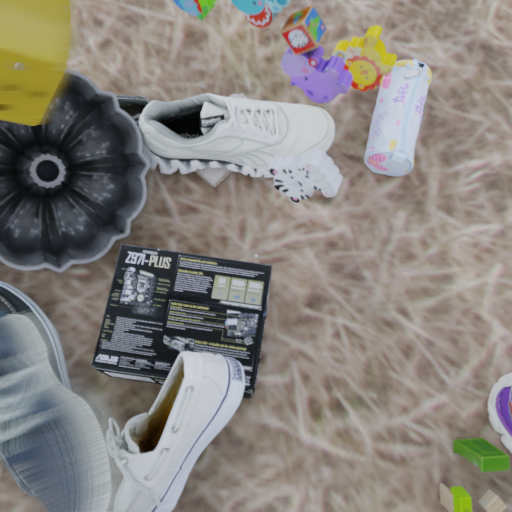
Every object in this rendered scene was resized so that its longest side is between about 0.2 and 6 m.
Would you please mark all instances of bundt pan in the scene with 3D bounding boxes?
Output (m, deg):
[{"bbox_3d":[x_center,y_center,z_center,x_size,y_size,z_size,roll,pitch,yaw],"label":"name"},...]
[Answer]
[{"bbox_3d":[-3.138,-1.257,8.283,2.916,1.095,2.916,-5,101,-26],"label":"bundt pan"}]

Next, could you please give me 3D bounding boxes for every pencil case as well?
[{"bbox_3d":[2.367,-2.285,9.273,0.802,0.875,1.930,25,71,-25],"label":"pencil case"}]

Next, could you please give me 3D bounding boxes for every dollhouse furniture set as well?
[{"bbox_3d":[3.017,3.517,7.594,0.930,0.719,1.861,-2,90,-8],"label":"dollhouse furniture set"}]

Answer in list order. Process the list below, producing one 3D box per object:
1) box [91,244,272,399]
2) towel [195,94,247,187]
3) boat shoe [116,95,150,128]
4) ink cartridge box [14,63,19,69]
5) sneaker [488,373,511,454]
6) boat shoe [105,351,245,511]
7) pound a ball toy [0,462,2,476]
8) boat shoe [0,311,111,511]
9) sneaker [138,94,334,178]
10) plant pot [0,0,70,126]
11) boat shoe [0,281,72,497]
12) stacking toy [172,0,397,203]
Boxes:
[{"bbox_3d":[-0.995,0.955,8.105,2.230,0.960,1.826,7,71,3],"label":"box"},{"bbox_3d":[-0.512,-2.004,9.491,1.070,0.278,1.615,43,76,13],"label":"towel"},{"bbox_3d":[-2.800,-2.321,9.300,2.380,0.844,0.858,-10,71,-3],"label":"boat shoe"},{"bbox_3d":[-4.838,-3.943,10.004,1.379,0.572,1.012,20,72,7],"label":"ink cartridge box"},{"bbox_3d":[4.499,2.877,7.231,3.312,1.381,1.335,43,76,13],"label":"sneaker"},{"bbox_3d":[-1.344,2.310,6.916,1.216,1.054,2.852,23,113,-30],"label":"boat shoe"},{"bbox_3d":[-4.940,2.104,7.136,3.113,1.322,2.030,-12,72,14],"label":"pound a ball toy"},{"bbox_3d":[-2.344,1.493,5.528,1.037,0.856,2.769,-53,55,16],"label":"boat shoe"},{"bbox_3d":[-0.282,-1.935,8.702,3.154,1.278,1.185,-5,75,-5],"label":"sneaker"},{"bbox_3d":[-2.777,-2.209,6.094,1.338,1.338,1.180,3,52,-44],"label":"plant pot"},{"bbox_3d":[-3.240,1.682,7.728,1.221,1.202,3.389,-32,74,-10],"label":"boat shoe"},{"bbox_3d":[0.350,-2.750,6.794,0.842,3.583,2.701,-4,49,42],"label":"stacking toy"}]
